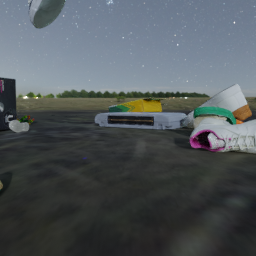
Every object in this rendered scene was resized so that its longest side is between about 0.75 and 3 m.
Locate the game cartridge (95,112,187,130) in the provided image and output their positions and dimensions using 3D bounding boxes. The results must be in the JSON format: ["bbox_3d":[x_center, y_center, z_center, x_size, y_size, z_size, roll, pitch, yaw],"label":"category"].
[{"bbox_3d":[0.506,-0.283,9.590,2.782,0.578,1.852,3,9,31],"label":"game cartridge"}]

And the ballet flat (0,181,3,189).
[{"bbox_3d":[-1.130,0.424,2.153,0.278,0.257,0.788,-1,5,-19],"label":"ballet flat"}]

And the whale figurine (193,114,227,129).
[{"bbox_3d":[1.851,0.037,6.106,0.760,0.495,0.955,-33,33,-7],"label":"whale figurine"}]

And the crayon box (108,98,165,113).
[{"bbox_3d":[0.563,-1.072,15.339,2.824,0.717,1.792,-9,-3,40],"label":"crayon box"}]

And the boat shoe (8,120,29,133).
[{"bbox_3d":[-3.037,-0.050,7.633,0.273,0.334,0.904,1,2,9],"label":"boat shoe"}]

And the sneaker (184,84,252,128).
[{"bbox_3d":[2.404,-0.217,7.818,0.928,1.080,2.550,-28,-7,-17],"label":"sneaker"}]

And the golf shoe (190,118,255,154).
[{"bbox_3d":[1.603,0.189,4.208,1.449,0.546,0.663,3,22,45],"label":"golf shoe"}]

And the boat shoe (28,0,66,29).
[{"bbox_3d":[-1.951,-3.366,6.223,0.882,1.018,2.387,-33,-8,-32],"label":"boat shoe"}]

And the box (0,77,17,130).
[{"bbox_3d":[-4.500,-0.621,7.166,1.755,1.522,2.871,2,5,18],"label":"box"}]

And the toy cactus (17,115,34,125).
[{"bbox_3d":[-3.980,-0.246,10.523,0.778,0.398,0.642,-7,-11,-36],"label":"toy cactus"}]

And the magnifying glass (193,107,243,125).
[{"bbox_3d":[2.354,-0.159,6.648,2.025,0.227,0.806,13,-12,-35],"label":"magnifying glass"}]
